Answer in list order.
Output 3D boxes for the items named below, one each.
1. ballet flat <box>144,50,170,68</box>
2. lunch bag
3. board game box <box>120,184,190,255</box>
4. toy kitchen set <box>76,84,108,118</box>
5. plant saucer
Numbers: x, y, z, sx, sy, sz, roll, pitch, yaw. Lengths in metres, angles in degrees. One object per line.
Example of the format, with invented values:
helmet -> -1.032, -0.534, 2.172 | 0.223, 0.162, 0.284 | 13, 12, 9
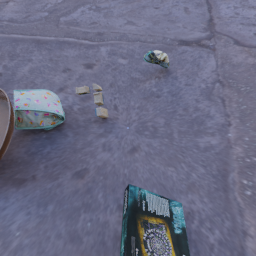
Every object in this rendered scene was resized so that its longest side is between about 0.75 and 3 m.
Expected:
ballet flat -> 1.201, -2.564, 10.363 | 0.562, 0.562, 1.515 | 36, 23, 31
lunch bag -> -2.715, -0.574, 8.564 | 1.440, 0.878, 1.226 | -2, 38, -24
board game box -> 0.557, 2.169, 5.624 | 1.417, 0.295, 2.095 | 23, 31, -11
toy kitchen set -> -1.148, -0.805, 8.839 | 0.815, 0.599, 1.017 | -8, 84, 14
plant saucer -> -3.795, 0.179, 7.330 | 2.571, 0.412, 2.571 | -14, 64, 29
